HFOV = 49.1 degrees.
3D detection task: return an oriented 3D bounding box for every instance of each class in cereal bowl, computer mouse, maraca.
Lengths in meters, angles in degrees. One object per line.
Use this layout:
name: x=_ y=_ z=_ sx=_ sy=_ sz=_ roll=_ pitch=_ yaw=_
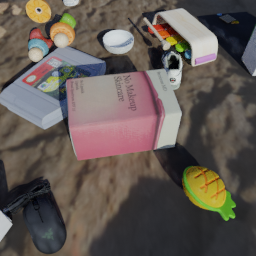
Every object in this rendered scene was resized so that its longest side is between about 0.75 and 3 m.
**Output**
cereal bowl: x=-0.312 y=-2.796 z=9.304 sx=1.026 sy=0.427 sz=1.026 roll=0 pitch=52 yaw=1
computer mouse: x=-1.806 y=1.822 z=5.675 sx=1.049 sy=0.399 sz=1.515 roll=-30 pitch=57 yaw=-22
maraca: x=1.692 y=1.326 z=5.806 sx=1.362 sy=0.729 sz=0.934 roll=38 pitch=41 yaw=-3

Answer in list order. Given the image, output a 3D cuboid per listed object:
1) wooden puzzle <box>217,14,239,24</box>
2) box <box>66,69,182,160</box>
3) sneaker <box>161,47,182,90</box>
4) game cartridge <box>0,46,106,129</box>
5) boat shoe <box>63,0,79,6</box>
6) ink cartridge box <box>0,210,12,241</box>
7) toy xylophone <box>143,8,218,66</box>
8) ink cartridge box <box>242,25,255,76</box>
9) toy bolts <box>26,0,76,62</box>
wooden puzzle: x=3.759 y=-4.113 z=10.570 sx=0.520 sy=0.090 sz=0.772 roll=-18 pitch=54 yaw=-19
box: x=-0.157 y=-0.343 z=6.776 sx=2.456 sy=1.338 sz=1.570 roll=-8 pitch=52 yaw=-6
sneaker: x=1.370 y=-2.058 z=8.507 sx=0.667 sy=0.796 sz=1.799 roll=-1 pitch=50 yaw=1
game cartridge: x=-1.980 y=-1.285 z=8.073 sx=1.893 sy=0.581 sz=2.844 roll=28 pitch=57 yaw=16
boat shoe: x=-2.409 y=-5.928 z=11.547 sx=0.821 sy=0.782 sz=2.281 roll=1 pitch=52 yaw=1
ink cartridge box: x=-3.489 y=2.187 z=5.065 sx=1.544 sy=0.899 sz=2.135 roll=20 pitch=55 yaw=15
toy xylophone: x=1.648 y=-3.138 z=9.343 sx=2.027 sy=0.696 sz=2.769 roll=-12 pitch=52 yaw=-15
ink cartridge box: x=4.789 y=-2.506 z=8.349 sx=2.137 sy=1.548 sz=0.897 roll=-8 pitch=53 yaw=-6
toy bolts: x=-2.570 y=-2.797 z=8.401 sx=1.557 sy=1.630 sz=1.130 roll=32 pitch=39 yaw=-33
